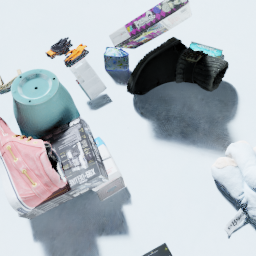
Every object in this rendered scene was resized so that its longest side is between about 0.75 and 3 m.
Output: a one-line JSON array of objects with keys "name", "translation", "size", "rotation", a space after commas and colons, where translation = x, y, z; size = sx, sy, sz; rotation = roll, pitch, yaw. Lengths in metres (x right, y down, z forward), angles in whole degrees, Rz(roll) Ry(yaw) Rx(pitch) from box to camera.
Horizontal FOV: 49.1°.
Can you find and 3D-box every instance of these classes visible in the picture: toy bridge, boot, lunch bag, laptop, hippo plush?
[{"name": "toy bridge", "translation": [-4.470, -1.603, 9.795], "size": [1.674, 0.228, 0.563], "rotation": [-19, 63, -11]}, {"name": "boot", "translation": [1.701, -1.736, 9.304], "size": [2.348, 1.182, 3.140], "rotation": [36, 64, 20]}, {"name": "lunch bag", "translation": [-0.389, -2.437, 10.007], "size": [0.888, 0.755, 0.566], "rotation": [11, 59, 8]}, {"name": "laptop", "translation": [0.756, 3.372, 6.459], "size": [1.021, 0.595, 1.152], "rotation": [-23, 61, -14]}, {"name": "hippo plush", "translation": [3.378, 1.102, 6.825], "size": [2.347, 2.369, 2.946], "rotation": [32, 63, 18]}]

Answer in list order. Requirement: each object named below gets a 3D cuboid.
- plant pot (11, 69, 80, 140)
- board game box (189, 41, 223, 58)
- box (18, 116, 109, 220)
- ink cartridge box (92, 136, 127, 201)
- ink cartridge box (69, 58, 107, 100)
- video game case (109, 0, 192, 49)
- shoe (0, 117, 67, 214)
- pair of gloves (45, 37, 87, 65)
[{"name": "plant pot", "translation": [-2.520, -0.675, 8.274], "size": [1.938, 1.821, 1.938], "rotation": [0, 58, 1]}, {"name": "board game box", "translation": [2.867, -2.791, 10.569], "size": [1.251, 0.176, 0.846], "rotation": [19, 60, 12]}, {"name": "box", "translation": [-1.930, 1.039, 7.520], "size": [2.399, 0.597, 1.892], "rotation": [-28, 61, 4]}, {"name": "ink cartridge box", "translation": [-0.786, 1.125, 7.799], "size": [0.895, 0.524, 1.544], "rotation": [-32, 62, -1]}, {"name": "ink cartridge box", "translation": [-1.339, -1.614, 9.292], "size": [0.676, 0.312, 1.241], "rotation": [-40, 103, -15]}, {"name": "video game case", "translation": [0.827, -3.247, 8.793], "size": [2.360, 2.603, 0.466], "rotation": [-26, 97, 20]}, {"name": "shoe", "translation": [-2.621, 0.575, 7.083], "size": [1.317, 1.034, 2.896], "rotation": [-33, 64, -1]}, {"name": "pair of gloves", "translation": [-2.340, -2.948, 10.683], "size": [1.326, 0.164, 1.181], "rotation": [29, 63, 20]}]
